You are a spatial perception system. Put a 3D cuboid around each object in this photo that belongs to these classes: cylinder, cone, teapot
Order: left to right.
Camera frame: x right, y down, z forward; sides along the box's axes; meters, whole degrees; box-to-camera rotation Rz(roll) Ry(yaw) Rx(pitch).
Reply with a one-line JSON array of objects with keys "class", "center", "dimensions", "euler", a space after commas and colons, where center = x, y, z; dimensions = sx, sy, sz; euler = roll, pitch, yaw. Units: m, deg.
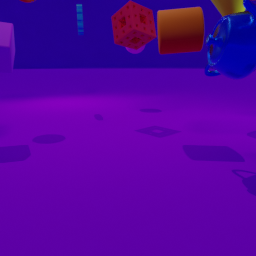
[{"class": "cylinder", "center": [1.243, -2.340, 6.780], "dimensions": [1.014, 1.014, 1.014], "euler": [-3, 13, 5]}, {"class": "cone", "center": [3.290, -3.710, 8.783], "dimensions": [1.490, 1.495, 1.490], "euler": [-14, 30, 8]}, {"class": "teapot", "center": [1.812, -1.474, 4.797], "dimensions": [0.906, 1.150, 1.850], "euler": [8, -28, -6]}]

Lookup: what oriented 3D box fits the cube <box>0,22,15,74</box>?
[{"class": "cube", "center": [-3.184, -1.915, 6.626], "dimensions": [0.856, 0.856, 0.856], "euler": [2, 56, -17]}]

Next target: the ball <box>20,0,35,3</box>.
[{"class": "ball", "center": [-2.995, -4.148, 8.219], "dimensions": [0.859, 0.859, 0.859], "euler": [0, 13, 0]}]

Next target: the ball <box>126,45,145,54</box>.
[{"class": "ball", "center": [0.311, -3.715, 12.202], "dimensions": [0.916, 0.916, 0.916], "euler": [0, 13, 0]}]

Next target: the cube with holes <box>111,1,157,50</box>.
[{"class": "cube with holes", "center": [0.175, -3.174, 8.788], "dimensions": [0.940, 0.940, 0.940], "euler": [3, -15, -41]}]

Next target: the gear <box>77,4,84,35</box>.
[{"class": "gear", "center": [-1.878, -4.244, 10.999], "dimensions": [0.206, 1.113, 1.113], "euler": [-3, 14, -8]}]
